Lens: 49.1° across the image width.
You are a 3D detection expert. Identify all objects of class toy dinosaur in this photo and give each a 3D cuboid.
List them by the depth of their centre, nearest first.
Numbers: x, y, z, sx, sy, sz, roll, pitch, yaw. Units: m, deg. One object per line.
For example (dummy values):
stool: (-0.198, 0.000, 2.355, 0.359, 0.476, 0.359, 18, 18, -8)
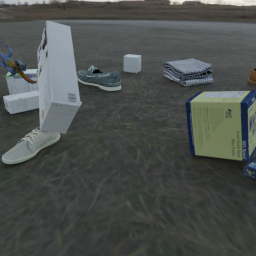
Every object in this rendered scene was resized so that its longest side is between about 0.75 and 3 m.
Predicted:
toy dinosaur: (-2.216, -1.160, 5.130, 0.456, 0.868, 0.788, -44, 50, -19)

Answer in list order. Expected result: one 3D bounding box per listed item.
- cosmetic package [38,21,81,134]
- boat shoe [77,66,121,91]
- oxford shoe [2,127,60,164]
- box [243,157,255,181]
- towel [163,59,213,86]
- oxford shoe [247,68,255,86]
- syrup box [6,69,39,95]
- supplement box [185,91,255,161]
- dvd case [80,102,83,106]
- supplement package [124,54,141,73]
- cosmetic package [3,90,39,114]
cosmetic package: (-1.853, -1.348, 7.160, 0.712, 1.160, 2.811, 5, 53, -27)
boat shoe: (-1.378, -2.427, 12.873, 1.028, 0.872, 2.824, -23, 34, -39)
oxford shoe: (-2.575, 0.367, 7.500, 0.697, 0.535, 1.854, 18, 33, 26)
box: (3.402, 1.023, 6.385, 0.928, 0.300, 1.177, -20, 32, -37)
towel: (2.875, -2.764, 13.563, 1.719, 0.888, 2.076, -11, 28, -20)
oxford shoe: (6.525, -2.149, 12.394, 2.344, 0.835, 0.836, 21, 32, 34)
syrup box: (-3.881, -1.984, 11.931, 2.237, 0.911, 0.881, -6, 27, -10)
supplement box: (2.396, -0.103, 7.090, 1.487, 1.488, 0.999, 4, 24, 36)
dvd case: (-2.299, -0.871, 10.543, 0.728, 0.110, 0.998, 23, 35, 39)
supplement package: (0.239, -3.484, 15.119, 0.794, 0.830, 0.611, 12, 29, 22)
cosmetic package: (-3.767, -0.961, 10.245, 1.285, 0.521, 0.725, -19, 30, -33)
